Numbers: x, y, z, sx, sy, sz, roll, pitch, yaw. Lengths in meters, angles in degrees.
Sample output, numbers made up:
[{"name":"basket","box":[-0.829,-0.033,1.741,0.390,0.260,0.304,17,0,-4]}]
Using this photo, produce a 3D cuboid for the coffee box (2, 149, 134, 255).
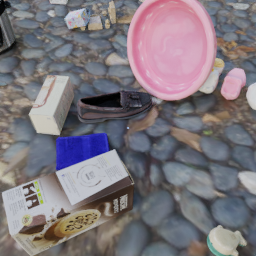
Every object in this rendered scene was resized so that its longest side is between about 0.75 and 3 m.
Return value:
[{"name":"coffee box","box":[-1.131,1.549,5.862,2.382,1.346,0.951,-21,54,-16]}]

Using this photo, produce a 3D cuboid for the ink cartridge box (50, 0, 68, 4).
[{"name":"ink cartridge box","box":[-3.115,-6.285,12.975,0.783,0.454,1.344,3,50,2]}]

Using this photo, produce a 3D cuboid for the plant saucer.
[{"name":"plant saucer","box":[1.277,-2.342,8.200,0.759,2.995,2.995,-23,51,-41]}]

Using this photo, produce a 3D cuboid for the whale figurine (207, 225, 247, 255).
[{"name":"whale figurine","box":[2.038,2.386,5.838,0.868,0.450,0.690,3,38,-28]}]

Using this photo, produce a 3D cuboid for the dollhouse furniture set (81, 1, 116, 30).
[{"name":"dollhouse furniture set","box":[-1.266,-4.697,11.485,1.460,0.713,1.245,-6,50,-5]}]

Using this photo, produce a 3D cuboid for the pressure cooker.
[{"name":"pressure cooker","box":[-5.130,-3.781,9.840,1.842,2.063,1.814,13,51,10]}]

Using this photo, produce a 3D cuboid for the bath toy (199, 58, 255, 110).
[{"name":"bath toy","box":[3.113,-1.392,8.630,2.687,0.993,1.168,25,98,22]}]

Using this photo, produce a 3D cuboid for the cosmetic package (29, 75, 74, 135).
[{"name":"cosmetic package","box":[-2.149,-0.689,8.075,0.705,0.836,1.617,4,49,6]}]

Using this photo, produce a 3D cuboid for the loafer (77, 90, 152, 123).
[{"name":"loafer","box":[-0.347,-0.712,8.153,2.285,0.720,0.821,-13,51,-11]}]

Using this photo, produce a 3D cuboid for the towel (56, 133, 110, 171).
[{"name":"towel","box":[-1.186,0.580,7.320,1.403,0.348,1.036,-8,50,-6]}]

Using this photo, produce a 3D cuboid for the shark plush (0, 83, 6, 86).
[{"name":"shark plush","box":[-4.499,-1.294,9.022,1.066,0.484,0.444,-10,69,-34]}]

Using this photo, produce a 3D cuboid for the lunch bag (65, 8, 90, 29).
[{"name":"lunch bag","box":[-1.978,-4.421,11.248,0.783,0.587,0.924,-5,45,18]}]

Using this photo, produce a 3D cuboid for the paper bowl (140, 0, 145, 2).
[{"name":"paper bowl","box":[0.950,-6.378,12.567,1.331,0.692,1.331,-10,63,21]}]
